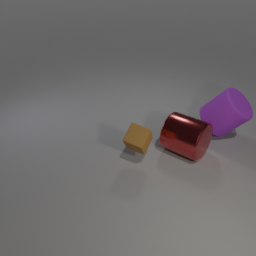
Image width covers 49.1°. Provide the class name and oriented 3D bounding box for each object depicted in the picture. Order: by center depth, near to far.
[{"bbox_3d":[0.336,0.357,9.240,0.700,0.700,0.700,21,72,19],"label":"cube"},{"bbox_3d":[2.068,0.279,9.950,1.400,1.400,1.400,22,39,31],"label":"cylinder"},{"bbox_3d":[3.706,-0.592,10.626,1.400,1.400,1.400,22,48,-27],"label":"cylinder"}]
